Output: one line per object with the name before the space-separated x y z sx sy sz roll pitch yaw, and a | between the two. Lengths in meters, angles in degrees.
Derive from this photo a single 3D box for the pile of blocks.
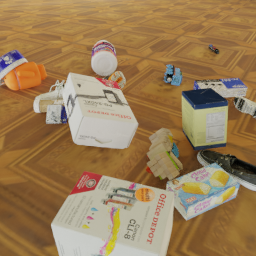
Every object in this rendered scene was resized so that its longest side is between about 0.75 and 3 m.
pile of blocks | 1.115 0.980 9.307 0.873 1.154 2.811 -37 12 22

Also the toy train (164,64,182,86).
toy train | 2.378 -2.789 14.645 0.895 0.679 1.567 12 34 2

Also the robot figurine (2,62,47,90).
robot figurine | -5.136 -2.567 13.804 2.107 1.229 1.515 -20 45 -25

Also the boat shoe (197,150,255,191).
boat shoe | 3.321 1.173 9.039 2.263 0.641 0.777 27 44 33

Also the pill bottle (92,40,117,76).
pill bottle | -1.359 -4.052 15.760 1.377 1.377 2.472 -4 36 -5

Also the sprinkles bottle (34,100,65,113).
sprinkles bottle | -3.165 -0.948 12.091 1.666 0.568 0.568 0 35 -2

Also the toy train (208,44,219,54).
toy train | 5.579 -5.155 18.227 0.229 0.308 1.345 -7 36 -11

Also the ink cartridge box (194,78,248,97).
ink cartridge box | 4.429 -1.924 13.521 2.248 0.497 1.057 -4 37 -6

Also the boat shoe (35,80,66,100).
boat shoe | -2.925 -1.685 12.659 2.584 1.102 0.955 -8 36 -11

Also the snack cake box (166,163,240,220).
snack cake box | 2.154 1.802 8.178 1.829 0.614 1.052 -17 39 -22

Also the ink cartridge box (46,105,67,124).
ink cartridge box | -2.938 -0.579 11.586 0.823 0.167 0.821 -2 67 -2

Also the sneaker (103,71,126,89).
sneaker | -1.206 -1.619 12.822 1.056 1.070 2.734 -5 29 44

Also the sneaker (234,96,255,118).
sneaker | 5.302 -0.904 12.115 0.641 0.594 1.581 -13 41 -35

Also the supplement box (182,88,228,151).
supplement box | 2.617 -0.347 9.765 1.108 1.649 1.651 -7 24 -1

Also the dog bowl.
dog bowl | -5.945 -2.975 13.855 1.903 0.749 1.903 -37 12 9

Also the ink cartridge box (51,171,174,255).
ink cartridge box | -0.225 2.353 6.483 2.329 1.685 1.693 10 37 14

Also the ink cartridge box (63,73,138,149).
ink cartridge box | -1.106 -0.680 10.334 2.081 1.195 2.866 7 36 -28
